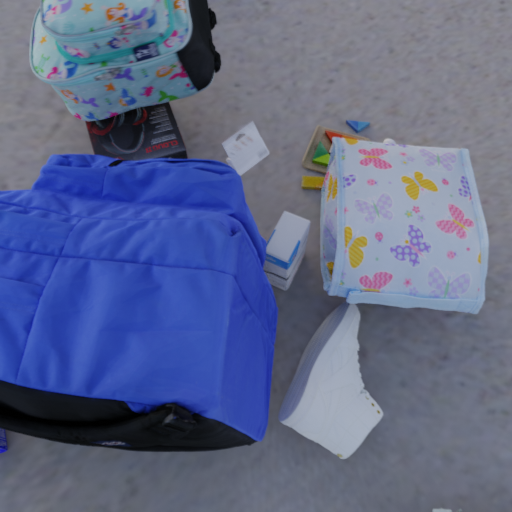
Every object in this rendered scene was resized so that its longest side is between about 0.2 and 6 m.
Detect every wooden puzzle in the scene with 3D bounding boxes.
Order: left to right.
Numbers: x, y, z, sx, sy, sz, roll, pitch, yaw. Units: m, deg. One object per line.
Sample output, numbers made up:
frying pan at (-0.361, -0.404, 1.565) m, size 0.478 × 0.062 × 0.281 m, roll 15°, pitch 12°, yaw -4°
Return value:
wooden puzzle at (1.610, -2.046, 11.132) m, size 1.267 × 0.220 × 1.878 m, roll 13°, pitch 64°, yaw 6°

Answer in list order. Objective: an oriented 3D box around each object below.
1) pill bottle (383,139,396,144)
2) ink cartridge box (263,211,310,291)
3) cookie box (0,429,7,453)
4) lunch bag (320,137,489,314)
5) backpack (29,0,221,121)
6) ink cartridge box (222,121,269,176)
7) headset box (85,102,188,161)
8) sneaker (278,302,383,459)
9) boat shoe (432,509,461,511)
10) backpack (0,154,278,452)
pill bottle at (2.530, -2.001, 11.041) m, size 0.343 × 0.343 × 0.617 m, roll 25°, pitch 66°, yaw 12°
ink cartridge box at (0.501, -0.059, 9.619) m, size 0.505 × 1.199 × 0.867 m, roll 24°, pitch 66°, yaw 12°
cookie box at (-4.498, 2.640, 8.741) m, size 0.943 × 0.414 × 1.102 m, roll -19°, pitch 65°, yaw -7°
lunch bag at (2.333, -0.385, 9.420) m, size 2.473 × 1.854 × 2.916 m, roll 3°, pitch 53°, yaw -1°
backpack at (-2.473, -3.920, 9.821) m, size 3.089 × 2.325 × 2.742 m, roll -16°, pitch 64°, yaw 17°
ink cartridge box at (-0.190, -1.675, 8.769) m, size 0.680 × 0.599 × 0.152 m, roll -40°, pitch 27°, yaw -21°
headset box at (-2.335, -2.275, 10.885) m, size 1.677 × 0.846 × 2.256 m, roll -17°, pitch 65°, yaw -8°
sneaker at (1.427, 1.973, 8.936) m, size 1.410 × 0.899 × 2.440 m, roll 36°, pitch 55°, yaw -6°
boat shoe at (2.855, 3.976, 7.725) m, size 2.916 × 1.092 × 0.902 m, roll 0°, pitch 65°, yaw -1°
backpack at (-2.203, 0.691, 7.928) m, size 4.680 × 3.803 × 3.927 m, roll 1°, pitch 63°, yaw 12°
